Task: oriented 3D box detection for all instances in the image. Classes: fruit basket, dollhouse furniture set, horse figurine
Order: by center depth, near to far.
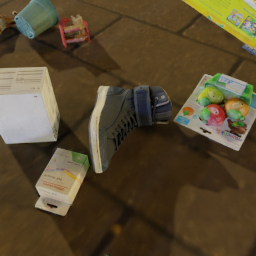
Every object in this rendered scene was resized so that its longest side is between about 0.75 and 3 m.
[{"bbox_3d":[2.650,-0.587,8.034,1.949,0.986,2.104,28,58,22],"label":"fruit basket"},{"bbox_3d":[-2.214,-3.900,11.186,1.024,0.774,1.903,-15,34,-12],"label":"dollhouse furniture set"},{"bbox_3d":[-5.516,-4.285,11.393,1.576,0.594,2.378,24,43,0],"label":"horse figurine"}]

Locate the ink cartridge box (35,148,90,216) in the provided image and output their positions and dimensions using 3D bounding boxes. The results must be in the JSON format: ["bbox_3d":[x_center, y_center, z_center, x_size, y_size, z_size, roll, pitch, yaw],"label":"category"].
[{"bbox_3d":[-1.599,1.258,6.734,0.852,0.490,1.456,13,50,11],"label":"ink cartridge box"}]

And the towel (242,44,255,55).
[{"bbox_3d":[5.001,-3.146,10.809,1.008,0.120,0.741,-30,57,-21],"label":"towel"}]

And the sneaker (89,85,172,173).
[{"bbox_3d":[0.130,-0.112,7.496,2.144,1.128,2.967,1,48,5],"label":"sneaker"}]

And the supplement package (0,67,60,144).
[{"bbox_3d":[-2.723,-0.551,7.406,1.434,1.841,1.021,-3,49,-3],"label":"supplement package"}]

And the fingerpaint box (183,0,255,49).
[{"bbox_3d":[2.848,-3.617,7.043,2.470,2.060,0.906,32,34,-3],"label":"fingerpaint box"}]

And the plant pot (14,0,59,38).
[{"bbox_3d":[-3.691,-4.351,11.174,1.327,1.327,1.300,27,63,21],"label":"plant pot"}]

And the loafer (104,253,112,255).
[{"bbox_3d":[-0.863,3.141,5.022,0.709,0.685,2.019,32,52,31],"label":"loafer"}]
